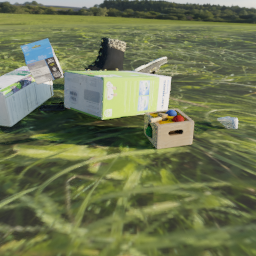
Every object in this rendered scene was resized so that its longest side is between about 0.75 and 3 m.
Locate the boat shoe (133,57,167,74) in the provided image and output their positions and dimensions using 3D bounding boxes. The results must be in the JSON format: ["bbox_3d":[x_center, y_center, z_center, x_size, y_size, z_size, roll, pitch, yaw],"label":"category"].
[{"bbox_3d":[0.943,-2.469,11.741,1.799,0.538,0.643,-29,9,-21],"label":"boat shoe"}]

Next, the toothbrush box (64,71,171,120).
[{"bbox_3d":[-0.285,-1.041,7.987,2.500,1.076,1.820,-12,22,-42],"label":"toothbrush box"}]

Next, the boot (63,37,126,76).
[{"bbox_3d":[-1.210,-2.540,10.732,2.341,1.768,0.845,6,2,-6],"label":"boot"}]

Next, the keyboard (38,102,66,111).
[{"bbox_3d":[-2.336,-0.698,8.859,0.871,0.090,0.554,1,31,8],"label":"keyboard"}]

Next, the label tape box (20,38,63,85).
[{"bbox_3d":[-1.979,-1.509,6.469,0.661,0.917,0.290,-17,47,-1],"label":"label tape box"}]

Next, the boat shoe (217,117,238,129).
[{"bbox_3d":[2.651,-0.131,7.418,0.318,0.302,0.882,-11,7,-11],"label":"boat shoe"}]

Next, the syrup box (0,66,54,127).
[{"bbox_3d":[-3.346,-1.071,8.526,1.021,1.055,2.592,6,28,11],"label":"syrup box"}]

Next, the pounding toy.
[{"bbox_3d":[0.863,-0.068,6.640,1.170,0.831,1.077,-7,25,-14],"label":"pounding toy"}]
